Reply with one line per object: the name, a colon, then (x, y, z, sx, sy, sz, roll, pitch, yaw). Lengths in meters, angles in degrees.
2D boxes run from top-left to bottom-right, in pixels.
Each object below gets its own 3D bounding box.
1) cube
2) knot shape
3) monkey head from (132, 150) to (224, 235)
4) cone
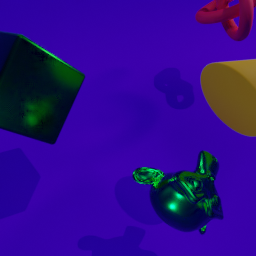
cube: (-1.809, -0.677, 4.682, 1.334, 1.334, 1.334, 22, 87, 40)
knot shape: (2.665, -3.042, 7.014, 0.895, 1.936, 1.812, 11, 57, -35)
monkey head: (0.900, 0.941, 4.255, 1.599, 0.964, 1.151, 41, 50, -13)
cone: (2.176, -0.807, 4.567, 1.377, 1.372, 1.372, -35, 57, -11)
